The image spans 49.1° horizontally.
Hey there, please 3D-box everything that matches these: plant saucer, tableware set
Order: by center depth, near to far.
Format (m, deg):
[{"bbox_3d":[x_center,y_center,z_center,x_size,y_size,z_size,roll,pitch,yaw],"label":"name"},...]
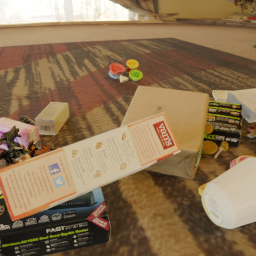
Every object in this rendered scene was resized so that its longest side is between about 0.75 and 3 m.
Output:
[{"bbox_3d":[3.710,1.185,8.490,1.156,0.293,1.156,-1,27,0],"label":"plant saucer"},{"bbox_3d":[2.531,0.318,9.489,1.761,0.270,1.186,31,60,32],"label":"tableware set"}]

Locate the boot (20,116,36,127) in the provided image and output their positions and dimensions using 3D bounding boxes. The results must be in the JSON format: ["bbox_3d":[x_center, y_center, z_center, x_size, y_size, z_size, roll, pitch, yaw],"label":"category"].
[{"bbox_3d":[-4.186,-0.159,11.097,0.927,0.339,0.698,25,35,30],"label":"boot"}]

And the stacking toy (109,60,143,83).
[{"bbox_3d":[-0.112,-3.223,17.079,1.946,0.822,1.762,-14,56,-20],"label":"stacking toy"}]

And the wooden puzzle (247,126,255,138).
[{"bbox_3d":[5.291,0.210,10.580,1.770,0.124,1.050,-4,28,-9],"label":"wooden puzzle"}]

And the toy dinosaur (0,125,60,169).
[{"bbox_3d":[-3.112,0.869,8.259,1.624,1.222,2.393,36,14,21],"label":"toy dinosaur"}]

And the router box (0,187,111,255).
[{"bbox_3d":[-1.932,1.845,6.560,2.768,0.860,2.074,-7,28,-13],"label":"router box"}]

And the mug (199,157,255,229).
[{"bbox_3d":[2.555,1.703,6.726,1.477,1.799,1.441,-19,64,-17],"label":"mug"}]

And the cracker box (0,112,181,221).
[{"bbox_3d":[-0.728,0.761,5.334,2.924,0.843,1.958,-20,-9,-19],"label":"cracker box"}]

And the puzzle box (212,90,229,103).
[{"bbox_3d":[5.228,-1.531,13.867,1.868,0.238,1.243,3,27,5],"label":"puzzle box"}]

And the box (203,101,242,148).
[{"bbox_3d":[2.960,-0.359,11.115,2.910,0.691,2.810,8,26,17],"label":"box"}]

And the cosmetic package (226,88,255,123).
[{"bbox_3d":[5.857,-1.076,12.339,2.347,0.606,1.769,-8,35,-14],"label":"cosmetic package"}]

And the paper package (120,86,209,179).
[{"bbox_3d":[1.155,0.001,8.851,2.471,1.341,2.593,8,47,16],"label":"paper package"}]

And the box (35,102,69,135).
[{"bbox_3d":[-2.992,-0.418,11.211,0.811,0.664,1.707,4,27,7],"label":"box"}]

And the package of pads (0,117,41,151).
[{"bbox_3d":[-3.716,0.304,9.409,1.692,1.019,0.640,14,30,25],"label":"package of pads"}]
